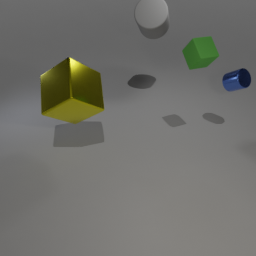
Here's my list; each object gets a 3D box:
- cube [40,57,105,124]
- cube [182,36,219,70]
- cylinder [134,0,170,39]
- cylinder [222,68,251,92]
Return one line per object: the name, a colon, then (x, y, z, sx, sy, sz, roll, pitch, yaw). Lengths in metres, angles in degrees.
cube: (-1.763, -1.105, 8.846, 1.400, 1.400, 1.400, -22, -24, 33)
cube: (2.216, -2.297, 8.598, 0.700, 0.700, 0.700, -13, 77, -22)
cylinder: (1.060, -4.718, 12.060, 1.400, 1.400, 1.400, 7, 2, 11)
cylinder: (3.855, -1.694, 9.946, 0.700, 0.700, 0.700, -19, 5, -28)
